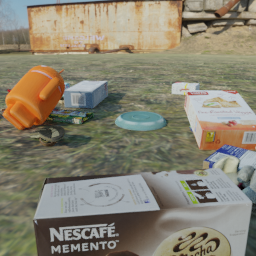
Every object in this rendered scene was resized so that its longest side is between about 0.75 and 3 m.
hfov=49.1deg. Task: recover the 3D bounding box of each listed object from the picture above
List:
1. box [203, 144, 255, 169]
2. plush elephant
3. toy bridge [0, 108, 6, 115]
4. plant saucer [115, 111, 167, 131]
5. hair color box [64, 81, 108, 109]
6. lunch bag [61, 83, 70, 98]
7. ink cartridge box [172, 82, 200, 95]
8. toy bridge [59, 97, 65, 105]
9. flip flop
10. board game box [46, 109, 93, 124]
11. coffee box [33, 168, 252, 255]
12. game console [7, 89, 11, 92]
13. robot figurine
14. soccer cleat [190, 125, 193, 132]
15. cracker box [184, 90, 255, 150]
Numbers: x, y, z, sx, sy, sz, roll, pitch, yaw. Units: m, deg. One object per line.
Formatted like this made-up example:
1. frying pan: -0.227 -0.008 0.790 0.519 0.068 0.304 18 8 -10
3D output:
1. box: 2.994 0.940 5.994 2.376 0.385 1.439 12 19 36
2. plush elephant: 2.102 1.039 4.897 1.181 1.111 1.434 34 51 -17
3. toy bridge: -4.866 -0.612 11.134 0.334 0.135 0.995 -20 27 -39
4. plant saucer: 0.458 -0.305 10.021 1.853 0.254 1.853 0 17 0
5. hair color box: -1.879 -1.621 13.098 1.316 0.806 2.658 3 19 10
6. lunch bag: -3.552 -1.697 13.295 1.556 0.600 1.248 -12 18 3
7. ink cartridge box: 3.092 -2.102 14.960 1.280 0.534 0.929 9 20 25
8. toy bridge: -3.099 -1.330 13.217 0.447 0.181 1.330 -6 19 -10
9. flip flop: -2.316 0.277 8.050 0.695 0.494 1.715 -20 12 -38
10. board game box: -2.423 -0.465 10.578 1.987 0.233 1.041 6 21 19
11. coffee box: 0.143 1.315 3.473 2.331 1.318 0.930 -2 18 -7
12. game console: -4.060 -1.217 11.754 1.502 0.892 1.295 15 24 38
13. robot figurine: -3.139 -1.125 9.604 1.470 1.813 2.520 25 56 2
14. soccer cleat: 2.476 -0.049 9.130 0.983 0.318 0.411 -7 26 -16
15. cracker box: 2.806 -0.338 8.550 1.723 0.742 2.572 0 31 0
